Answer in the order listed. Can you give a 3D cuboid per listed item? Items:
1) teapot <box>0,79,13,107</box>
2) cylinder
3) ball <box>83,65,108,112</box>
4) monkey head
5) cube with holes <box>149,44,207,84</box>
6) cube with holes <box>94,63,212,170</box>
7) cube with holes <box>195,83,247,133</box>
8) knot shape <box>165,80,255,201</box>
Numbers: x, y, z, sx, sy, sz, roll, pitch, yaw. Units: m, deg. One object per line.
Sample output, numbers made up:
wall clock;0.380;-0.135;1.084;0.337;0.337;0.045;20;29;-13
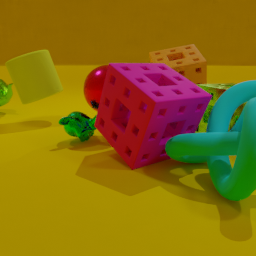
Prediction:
teapot;-4.325;-1.183;9.025;1.849;0.905;1.150;3;32;21
cylinder;-2.524;-1.377;7.626;1.176;1.176;1.176;-18;13;4
ball;-0.440;-0.839;6.160;1.077;1.077;1.077;0;14;0
monkey head;-0.969;-0.137;5.989;0.667;0.797;1.107;44;16;8
cube with holes;1.466;-1.480;8.308;1.365;1.365;1.365;-10;36;3
cube with holes;0.372;-0.281;4.905;1.265;1.265;1.265;-10;40;-36
cube with holes;2.250;-0.336;6.143;1.168;1.168;1.168;-6;15;-24
knot shape;1.615;0.021;3.975;1.890;0.933;2.020;-39;8;-11
